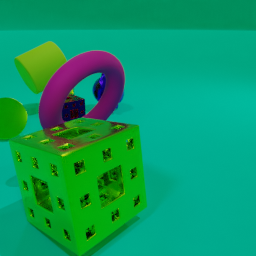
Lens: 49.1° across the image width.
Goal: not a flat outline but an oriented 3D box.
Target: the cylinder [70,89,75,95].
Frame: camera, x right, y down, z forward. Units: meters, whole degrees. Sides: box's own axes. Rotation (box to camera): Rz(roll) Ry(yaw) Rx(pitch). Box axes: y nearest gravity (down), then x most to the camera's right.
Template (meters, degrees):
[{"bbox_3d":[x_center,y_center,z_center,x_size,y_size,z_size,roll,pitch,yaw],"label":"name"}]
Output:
[{"bbox_3d":[-2.171,-0.952,9.290,0.790,0.790,0.790,-3,21,-7],"label":"cylinder"}]

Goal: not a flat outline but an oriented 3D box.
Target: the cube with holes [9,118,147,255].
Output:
[{"bbox_3d":[-0.688,0.687,4.098,1.313,1.313,1.313,8,21,42],"label":"cube with holes"}]

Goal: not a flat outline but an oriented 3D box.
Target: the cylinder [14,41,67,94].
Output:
[{"bbox_3d":[-2.776,-1.957,9.123,1.289,1.289,1.289,-36,36,-23],"label":"cylinder"}]

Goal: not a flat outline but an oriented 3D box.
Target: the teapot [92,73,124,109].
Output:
[{"bbox_3d":[-0.633,-1.390,9.445,1.114,0.877,1.792,-6,61,-23],"label":"teapot"}]

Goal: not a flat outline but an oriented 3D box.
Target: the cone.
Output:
[{"bbox_3d":[-3.155,-0.217,7.586,1.062,1.062,1.066,-3,-3,-7],"label":"cone"}]

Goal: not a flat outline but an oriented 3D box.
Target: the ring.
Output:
[{"bbox_3d":[-0.842,-0.579,5.527,0.403,2.013,2.013,40,39,25],"label":"ring"}]

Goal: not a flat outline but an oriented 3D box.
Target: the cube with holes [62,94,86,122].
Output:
[{"bbox_3d":[-1.759,-0.507,8.207,0.750,0.750,0.750,-17,27,-37],"label":"cube with holes"}]
